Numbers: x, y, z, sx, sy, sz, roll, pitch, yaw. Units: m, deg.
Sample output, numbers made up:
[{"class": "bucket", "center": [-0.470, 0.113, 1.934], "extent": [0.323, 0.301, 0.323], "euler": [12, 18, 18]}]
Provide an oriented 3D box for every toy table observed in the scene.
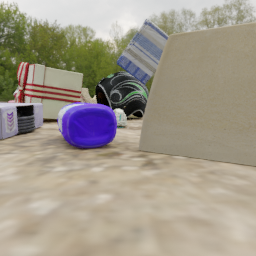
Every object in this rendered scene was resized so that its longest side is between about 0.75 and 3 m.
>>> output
[{"class": "toy table", "center": [-1.669, -1.244, 13.367], "extent": [2.171, 1.271, 1.996], "euler": [1, 6, 16]}]

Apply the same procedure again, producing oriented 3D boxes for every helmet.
[{"class": "helmet", "center": [-0.135, -1.217, 11.008], "extent": [1.904, 1.997, 1.997], "euler": [-21, 14, -21]}]

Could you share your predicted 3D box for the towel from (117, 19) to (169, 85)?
[{"class": "towel", "center": [0.472, -1.955, 7.277], "extent": [1.022, 1.391, 0.166], "euler": [35, 18, -10]}]

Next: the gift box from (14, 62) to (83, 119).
[{"class": "gift box", "center": [-3.012, -1.174, 10.033], "extent": [2.005, 1.982, 2.148], "euler": [5, 0, -36]}]

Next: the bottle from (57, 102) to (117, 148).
[{"class": "bottle", "center": [-0.882, -0.127, 5.403], "extent": [0.917, 0.717, 2.195], "euler": [-3, 7, -17]}]

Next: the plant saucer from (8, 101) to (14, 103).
[{"class": "plant saucer", "center": [-3.806, -0.882, 12.481], "extent": [2.802, 0.710, 2.802], "euler": [0, 6, 0]}]

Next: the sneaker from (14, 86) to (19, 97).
[{"class": "sneaker", "center": [-4.197, -1.301, 11.774], "extent": [0.642, 0.761, 1.740], "euler": [10, -22, 7]}]

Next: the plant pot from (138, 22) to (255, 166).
[{"class": "plant pot", "center": [1.516, -0.559, 4.467], "extent": [2.027, 1.795, 2.025], "euler": [4, 7, 37]}]

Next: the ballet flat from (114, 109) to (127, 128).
[{"class": "ballet flat", "center": [-0.272, -0.318, 8.292], "extent": [0.554, 0.554, 1.545], "euler": [-1, 6, -10]}]

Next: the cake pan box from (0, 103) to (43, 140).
[{"class": "cake pan box", "center": [-3.644, -0.244, 6.600], "extent": [2.817, 0.737, 2.594], "euler": [0, 8, -1]}]
